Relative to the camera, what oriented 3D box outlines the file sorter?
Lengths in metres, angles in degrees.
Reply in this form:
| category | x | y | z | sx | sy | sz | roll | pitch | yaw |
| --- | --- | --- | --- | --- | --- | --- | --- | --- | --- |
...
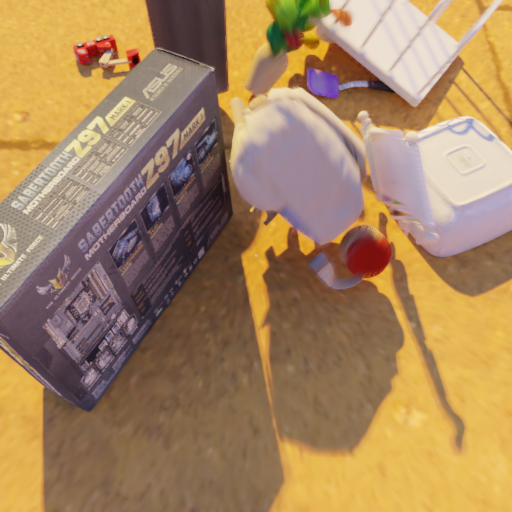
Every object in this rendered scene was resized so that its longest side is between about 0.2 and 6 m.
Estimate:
| category | x | y | z | sx | sy | sz | roll | pitch | yaw |
| --- | --- | --- | --- | --- | --- | --- | --- | --- | --- |
| file sorter | 2.576 | -4.560 | 9.824 | 2.850 | 1.775 | 1.978 | 40 | 61 | 1 |

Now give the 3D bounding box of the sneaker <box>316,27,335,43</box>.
| category | x | y | z | sx | sy | sz | roll | pitch | yaw |
| --- | --- | --- | --- | --- | --- | --- | --- | --- | --- |
| sneaker | 1.653 | -4.954 | 11.244 | 0.852 | 0.768 | 2.079 | 28 | 55 | 26 |

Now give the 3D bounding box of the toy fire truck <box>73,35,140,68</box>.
| category | x | y | z | sx | sy | sz | roll | pitch | yaw |
| --- | --- | --- | --- | --- | --- | --- | --- | --- | --- |
| toy fire truck | -2.883 | -3.878 | 10.806 | 1.132 | 0.276 | 0.798 | -22 | 62 | -12 |

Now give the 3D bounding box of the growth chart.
| category | x | y | z | sx | sy | sz | roll | pitch | yaw |
| --- | --- | --- | --- | --- | --- | --- | --- | --- | --- |
| growth chart | 1.944 | -1.118 | 7.920 | 0.203 | 1.655 | 2.286 | -16 | 20 | -2 |

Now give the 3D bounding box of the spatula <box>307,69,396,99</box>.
| category | x | y | z | sx | sy | sz | roll | pitch | yaw |
| --- | --- | --- | --- | --- | --- | --- | --- | --- | --- |
| spatula | 1.915 | -3.161 | 10.411 | 1.964 | 0.202 | 0.555 | 3 | 69 | 0 |

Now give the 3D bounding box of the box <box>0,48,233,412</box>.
| category | x | y | z | sx | sy | sz | roll | pitch | yaw |
| --- | --- | --- | --- | --- | --- | --- | --- | --- | --- |
| box | -1.706 | -0.236 | 7.074 | 0.963 | 2.976 | 3.774 | 25 | 63 | 16 |

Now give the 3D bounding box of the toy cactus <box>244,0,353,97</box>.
| category | x | y | z | sx | sy | sz | roll | pitch | yaw |
| --- | --- | --- | --- | --- | --- | --- | --- | --- | --- |
| toy cactus | 0.622 | -3.816 | 9.896 | 1.380 | 2.227 | 2.699 | 29 | 24 | -10 |

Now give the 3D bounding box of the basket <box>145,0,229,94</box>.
| category | x | y | z | sx | sy | sz | roll | pitch | yaw |
| --- | --- | --- | --- | --- | --- | --- | --- | --- | --- |
| basket | -1.127 | -3.792 | 9.464 | 1.394 | 2.049 | 1.848 | -3 | 23 | 5 |

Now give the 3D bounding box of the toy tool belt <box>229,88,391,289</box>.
| category | x | y | z | sx | sy | sz | roll | pitch | yaw |
| --- | --- | --- | --- | --- | --- | --- | --- | --- | --- |
| toy tool belt | 0.737 | -1.054 | 8.089 | 1.816 | 2.909 | 1.788 | -41 | 26 | 7 |

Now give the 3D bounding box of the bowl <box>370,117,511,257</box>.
| category | x | y | z | sx | sy | sz | roll | pitch | yaw |
| --- | --- | --- | --- | --- | --- | --- | --- | --- | --- |
| bowl | 3.209 | -1.294 | 8.979 | 2.210 | 0.826 | 2.213 | -23 | 61 | -14 |
